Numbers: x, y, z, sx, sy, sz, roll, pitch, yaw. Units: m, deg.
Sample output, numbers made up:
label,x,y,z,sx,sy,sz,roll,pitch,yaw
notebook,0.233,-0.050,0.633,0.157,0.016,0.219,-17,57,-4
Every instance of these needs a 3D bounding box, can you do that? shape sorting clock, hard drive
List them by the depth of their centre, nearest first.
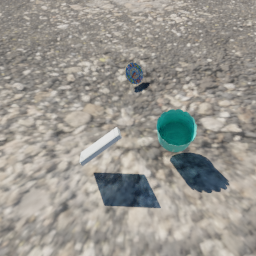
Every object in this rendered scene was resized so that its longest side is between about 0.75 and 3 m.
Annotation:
label,x,y,z,sx,sy,sz,roll,pitch,yaw
hard drive,-0.674,0.435,6.868,1.144,0.153,0.755,-36,15,3
shape sorting clock,0.233,-1.977,10.124,0.809,0.809,0.159,-36,20,-33

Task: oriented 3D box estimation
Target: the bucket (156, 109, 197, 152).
label,x,y,z,sx,sy,sz,roll,pitch,yaw
bucket,1.245,0.096,7.292,1.061,0.691,1.061,-2,67,4
